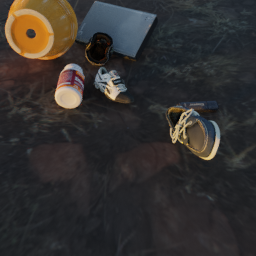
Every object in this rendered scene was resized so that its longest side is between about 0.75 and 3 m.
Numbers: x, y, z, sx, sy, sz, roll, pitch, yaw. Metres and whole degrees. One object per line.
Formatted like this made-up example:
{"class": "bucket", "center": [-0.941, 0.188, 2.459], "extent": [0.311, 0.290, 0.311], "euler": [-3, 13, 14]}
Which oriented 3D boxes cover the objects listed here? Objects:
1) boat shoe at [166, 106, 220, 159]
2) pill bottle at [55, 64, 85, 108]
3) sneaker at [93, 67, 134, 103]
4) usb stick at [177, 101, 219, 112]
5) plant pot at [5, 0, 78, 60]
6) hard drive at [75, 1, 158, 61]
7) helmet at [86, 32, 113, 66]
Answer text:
{"class": "boat shoe", "center": [1.543, -0.024, 7.088], "extent": [0.805, 0.975, 2.604], "euler": [19, 20, -10]}
{"class": "pill bottle", "center": [-1.865, -1.422, 9.167], "extent": [0.841, 0.841, 1.489], "euler": [-1, 47, -1]}
{"class": "sneaker", "center": [-0.452, -1.421, 9.106], "extent": [1.773, 0.785, 0.657], "euler": [35, 34, 30]}
{"class": "usb stick", "center": [2.212, -0.673, 8.873], "extent": [1.330, 0.217, 0.369], "euler": [-3, 63, -7]}
{"class": "plant pot", "center": [-3.086, -3.407, 9.677], "extent": [2.415, 2.415, 2.211], "euler": [-2, 29, -1]}
{"class": "hard drive", "center": [-0.529, -4.009, 11.454], "extent": [2.924, 0.481, 2.040], "euler": [22, 77, 20]}
{"class": "helmet", "center": [-1.078, -2.912, 10.516], "extent": [1.112, 1.060, 1.112], "euler": [13, 50, -15]}
